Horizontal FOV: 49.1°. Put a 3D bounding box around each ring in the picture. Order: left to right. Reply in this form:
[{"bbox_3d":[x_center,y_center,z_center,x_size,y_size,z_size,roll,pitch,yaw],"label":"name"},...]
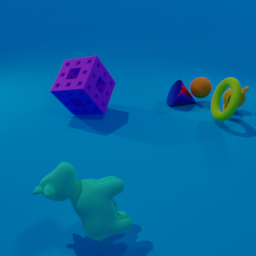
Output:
[{"bbox_3d":[2.819,-0.831,8.123,0.259,1.296,1.296,13,26,-13],"label":"ring"}]

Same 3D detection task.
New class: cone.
[{"bbox_3d":[1.988,-1.038,9.667,0.955,0.951,0.951,22,24,-16],"label":"cone"}]

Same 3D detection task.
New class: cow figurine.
[{"bbox_3d":[-0.710,1.169,4.413,1.349,1.371,0.752,-14,0,-15],"label":"cow figurine"}]

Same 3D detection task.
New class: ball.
[{"bbox_3d":[2.486,-1.373,9.556,0.718,0.718,0.718,0,29,0],"label":"ball"}]

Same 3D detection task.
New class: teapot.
[{"bbox_3d":[3.412,-0.916,9.007,0.701,1.128,0.552,41,21,-9],"label":"teapot"}]

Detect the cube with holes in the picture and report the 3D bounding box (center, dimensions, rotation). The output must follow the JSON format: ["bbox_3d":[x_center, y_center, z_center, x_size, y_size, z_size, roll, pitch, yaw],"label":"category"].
[{"bbox_3d":[-1.319,-1.249,8.496,1.218,1.218,1.218,1,59,29],"label":"cube with holes"}]
